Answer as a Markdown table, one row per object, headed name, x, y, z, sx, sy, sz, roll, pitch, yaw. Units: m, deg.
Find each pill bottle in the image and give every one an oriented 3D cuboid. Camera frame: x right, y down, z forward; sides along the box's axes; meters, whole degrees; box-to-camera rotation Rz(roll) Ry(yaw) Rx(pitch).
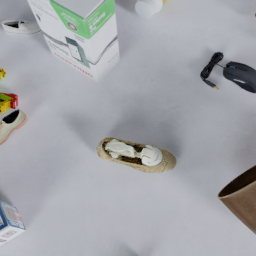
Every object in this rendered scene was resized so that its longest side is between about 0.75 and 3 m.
| name | x | y | z | sx | sy | sz | roll | pitch | yaw |
| --- | --- | --- | --- | --- | --- | --- | --- | --- | --- |
| pill bottle | 0.915 | -4.547 | 9.575 | 0.910 | 0.910 | 1.614 | 27 | 68 | 12 |

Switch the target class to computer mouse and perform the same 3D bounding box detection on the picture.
| name | x | y | z | sx | sy | sz | roll | pitch | yaw |
| --- | --- | --- | --- | --- | --- | --- | --- | --- | --- |
| computer mouse | 3.174 | -1.560 | 8.487 | 1.900 | 0.437 | 1.334 | 39 | 70 | 16 |

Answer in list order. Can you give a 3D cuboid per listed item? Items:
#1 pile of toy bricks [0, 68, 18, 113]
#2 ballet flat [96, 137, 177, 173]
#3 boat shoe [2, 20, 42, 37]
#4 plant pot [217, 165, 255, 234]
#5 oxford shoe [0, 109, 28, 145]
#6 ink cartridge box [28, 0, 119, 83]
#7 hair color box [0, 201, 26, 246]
| name | x | y | z | sx | sy | sz | roll | pitch | yaw |
| --- | --- | --- | --- | --- | --- | --- | --- | --- | --- |
| pile of toy bricks | -4.348 | -1.606 | 8.154 | 2.969 | 1.647 | 1.466 | 22 | 28 | 21 |
| ballet flat | 0.212 | 0.702 | 7.314 | 2.173 | 0.709 | 0.766 | 7 | 68 | 3 |
| boat shoe | -3.492 | -3.377 | 9.303 | 1.333 | 0.438 | 0.480 | 5 | 66 | 2 |
| plant pot | 3.306 | 1.833 | 6.130 | 1.812 | 1.812 | 1.938 | -31 | 78 | -13 |
| oxford shoe | -3.487 | -0.001 | 7.720 | 0.525 | 0.547 | 1.483 | 37 | 71 | 15 |
| ink cartridge box | -1.386 | -2.751 | 7.766 | 2.010 | 2.754 | 1.157 | 33 | 73 | 14 |
| hair color box | -3.631 | 2.570 | 6.222 | 2.319 | 1.160 | 0.702 | -29 | 69 | -13 |
